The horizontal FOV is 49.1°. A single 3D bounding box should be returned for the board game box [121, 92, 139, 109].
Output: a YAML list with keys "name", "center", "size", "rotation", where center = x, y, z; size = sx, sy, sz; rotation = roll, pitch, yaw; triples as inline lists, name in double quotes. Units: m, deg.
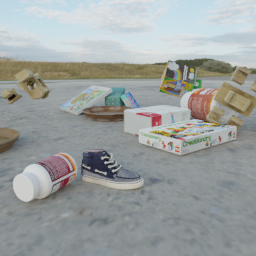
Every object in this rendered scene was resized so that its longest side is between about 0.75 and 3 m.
- name: "board game box"
  center: [0.128, -1.480, 15.818]
  size: [0.314, 1.063, 1.398]
  rotation: [-33, 4, 17]

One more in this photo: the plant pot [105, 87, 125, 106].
- name: "plant pot"
  center: [-0.807, -1.608, 16.188]
  size: [1.203, 1.202, 1.702]
  rotation: [1, 18, 3]

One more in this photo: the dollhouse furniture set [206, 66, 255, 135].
- name: "dollhouse furniture set"
  center: [4.628, -0.879, 10.771]
  size: [2.543, 2.229, 1.689]
  rotation: [29, 19, 6]

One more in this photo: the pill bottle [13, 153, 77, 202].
- name: "pill bottle"
  center: [-1.647, 0.983, 5.660]
  size: [0.698, 0.698, 1.236]
  rotation: [6, 13, 26]

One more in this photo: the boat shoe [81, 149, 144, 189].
- name: "boat shoe"
  center: [-0.382, 0.872, 6.140]
  size: [1.502, 0.697, 0.561]
  rotation: [4, 13, 20]

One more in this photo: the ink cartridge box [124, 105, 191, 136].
- name: "ink cartridge box"
  center: [1.144, -0.285, 10.817]
  size: [2.136, 0.885, 1.557]
  rotation: [-10, 16, -37]

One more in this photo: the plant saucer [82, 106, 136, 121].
- name: "plant saucer"
  center: [-0.919, -0.723, 13.844]
  size: [2.694, 0.432, 2.694]
  rotation: [1, 13, 0]

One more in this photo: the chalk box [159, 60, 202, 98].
- name: "chalk box"
  center: [2.811, -2.446, 14.597]
  size: [2.028, 1.266, 1.257]
  rotation: [16, -31, -2]

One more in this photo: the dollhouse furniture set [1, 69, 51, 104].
- name: "dollhouse furniture set"
  center: [-3.517, -1.109, 9.294]
  size: [1.453, 0.914, 1.643]
  rotation: [-34, 9, 0]

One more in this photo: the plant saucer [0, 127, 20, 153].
- name: "plant saucer"
  center: [-4.838, 0.447, 8.713]
  size: [2.769, 0.408, 2.769]
  rotation: [1, 12, 0]

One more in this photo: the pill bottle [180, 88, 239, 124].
- name: "pill bottle"
  center: [3.562, -1.033, 12.615]
  size: [1.491, 1.491, 2.658]
  rotation: [-5, 11, -23]

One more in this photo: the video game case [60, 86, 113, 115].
- name: "video game case"
  center: [-2.370, -1.611, 15.695]
  size: [2.450, 0.270, 2.230]
  rotation: [-38, 30, -23]

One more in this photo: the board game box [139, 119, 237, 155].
- name: "board game box"
  center: [2.046, 0.222, 9.429]
  size: [2.902, 0.502, 1.832]
  rotation: [-10, 15, -38]
